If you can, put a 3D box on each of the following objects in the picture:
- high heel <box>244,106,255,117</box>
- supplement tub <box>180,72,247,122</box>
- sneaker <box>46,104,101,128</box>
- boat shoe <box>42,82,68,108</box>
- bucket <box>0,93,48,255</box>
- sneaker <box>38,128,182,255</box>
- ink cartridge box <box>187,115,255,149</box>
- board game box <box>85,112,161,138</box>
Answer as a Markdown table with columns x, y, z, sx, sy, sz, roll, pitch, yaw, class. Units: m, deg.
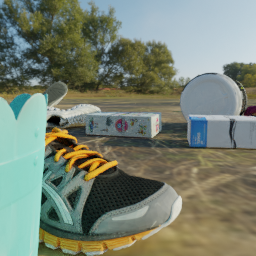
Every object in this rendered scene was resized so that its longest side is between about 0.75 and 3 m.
| x | y | z | sx | sy | sz | roll | pitch | yaw | class |
| --- | --- | --- | --- | --- | --- | --- | --- | --- | --- |
| 4.090 | -0.609 | 7.994 | 0.580 | 0.826 | 1.721 | 29 | -36 | -15 | high heel |
| 2.731 | -0.812 | 8.607 | 1.646 | 1.646 | 2.688 | 4 | 8 | 28 | supplement tub |
| -1.778 | -0.293 | 8.695 | 1.973 | 0.741 | 0.800 | -6 | 20 | -15 | sneaker |
| -2.789 | -0.795 | 9.185 | 1.889 | 0.696 | 0.606 | -42 | -1 | -14 | boat shoe |
| -1.248 | 0.373 | 1.417 | 1.712 | 1.114 | 1.712 | 0 | 7 | 0 | bucket |
| -0.599 | 0.402 | 2.389 | 2.123 | 0.820 | 0.831 | 5 | 7 | 24 | sneaker |
| 1.998 | 0.053 | 5.893 | 1.420 | 0.598 | 1.027 | 1 | 7 | 10 | ink cartridge box |
| -0.075 | -0.126 | 7.513 | 1.746 | 0.561 | 1.288 | 1 | 8 | 18 | board game box |
